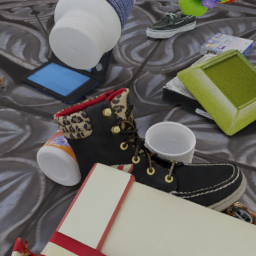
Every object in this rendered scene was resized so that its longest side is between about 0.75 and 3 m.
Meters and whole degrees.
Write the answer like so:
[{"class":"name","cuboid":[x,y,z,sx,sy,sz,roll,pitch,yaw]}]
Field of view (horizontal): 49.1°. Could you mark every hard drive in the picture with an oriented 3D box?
[{"class":"hard drive","cuboid":[2.699,-1.352,8.645,2.065,0.559,2.955,29,47,29]}]

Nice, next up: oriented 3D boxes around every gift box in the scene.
[{"class":"gift box","cuboid":[0.212,2.021,3.148,2.578,2.548,2.761,16,50,16]}]

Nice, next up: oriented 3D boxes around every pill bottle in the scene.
[{"class":"pill bottle","cuboid":[-0.822,-2.927,7.003,1.631,1.631,2.940,10,57,12]},{"class":"pill bottle","cuboid":[-1.083,0.299,6.308,1.041,1.041,1.856,15,42,17]}]

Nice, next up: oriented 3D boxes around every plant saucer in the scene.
[{"class":"plant saucer","cuboid":[2.887,-1.215,7.703,2.257,0.540,2.254,-27,70,-24]}]

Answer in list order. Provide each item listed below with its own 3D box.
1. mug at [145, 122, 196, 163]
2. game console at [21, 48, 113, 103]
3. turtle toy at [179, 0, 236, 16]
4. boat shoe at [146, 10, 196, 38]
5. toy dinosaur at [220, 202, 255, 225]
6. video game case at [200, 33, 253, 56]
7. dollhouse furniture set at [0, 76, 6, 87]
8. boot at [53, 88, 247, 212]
[{"class":"mug","cuboid":[0.884,0.521,5.940,0.984,1.168,1.332,13,42,15]},{"class":"game console","cuboid":[-1.999,-2.192,9.006,2.495,2.130,1.476,25,20,26]},{"class":"turtle toy","cuboid":[2.301,-3.837,7.330,1.856,1.287,2.547,-47,24,-28]},{"class":"boat shoe","cuboid":[1.896,-4.654,12.219,2.691,0.954,0.970,-27,47,-28]},{"class":"toy dinosaur","cuboid":[1.703,1.665,4.741,2.349,1.200,1.594,-7,19,25]},{"class":"video game case","cuboid":[3.827,-3.124,10.863,1.478,0.370,1.630,26,47,27]},{"class":"dollhouse furniture set","cuboid":[-4.502,-1.439,8.721,0.971,0.500,0.961,16,19,8]},{"class":"boot","cuboid":[0.227,0.417,4.627,2.888,2.175,1.057,-13,19,28]}]
